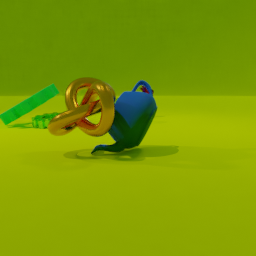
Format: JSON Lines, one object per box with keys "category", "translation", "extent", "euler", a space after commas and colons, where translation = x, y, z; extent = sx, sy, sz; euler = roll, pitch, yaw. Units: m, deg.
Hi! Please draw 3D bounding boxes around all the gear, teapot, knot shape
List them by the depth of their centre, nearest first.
{"category": "knot shape", "translation": [-0.662, -0.342, 4.777], "extent": [1.315, 1.406, 0.649], "euler": [12, -31, 49]}
{"category": "teapot", "translation": [-0.027, -0.155, 5.162], "extent": [0.864, 1.765, 1.097], "euler": [27, -20, 7]}
{"category": "gear", "translation": [-2.392, -0.264, 9.016], "extent": [1.327, 0.245, 1.327], "euler": [-3, 15, 1]}
{"category": "gear", "translation": [-3.244, -0.792, 9.240], "extent": [2.009, 0.372, 2.009], "euler": [-28, 15, 8]}

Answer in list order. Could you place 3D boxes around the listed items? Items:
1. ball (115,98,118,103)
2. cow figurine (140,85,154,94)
{"category": "ball", "translation": [-0.141, -0.607, 9.628], "extent": [0.947, 0.947, 0.947], "euler": [0, 7, 0]}
{"category": "cow figurine", "translation": [0.711, -1.254, 12.597], "extent": [1.181, 1.162, 0.648], "euler": [-41, 32, -19]}
